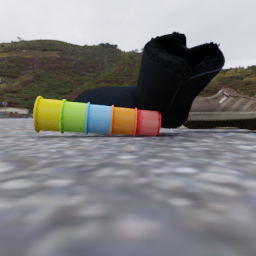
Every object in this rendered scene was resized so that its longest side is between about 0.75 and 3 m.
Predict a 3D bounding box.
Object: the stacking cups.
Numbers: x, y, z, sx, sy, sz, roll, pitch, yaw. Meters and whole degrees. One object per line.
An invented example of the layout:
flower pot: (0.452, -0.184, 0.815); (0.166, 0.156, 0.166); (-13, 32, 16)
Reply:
stacking cups: (-0.506, -0.189, 4.948); (2.142, 0.648, 0.648); (2, 2, -6)

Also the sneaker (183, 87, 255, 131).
sneaker: (2.524, -0.523, 6.462); (2.582, 0.975, 0.909); (1, -18, 2)

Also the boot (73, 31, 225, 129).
boot: (0.189, -0.795, 5.114); (2.570, 0.981, 2.159); (2, -28, -6)

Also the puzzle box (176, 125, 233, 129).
puzzle box: (2.568, -0.158, 8.541); (2.479, 0.315, 1.649); (0, 3, 5)
